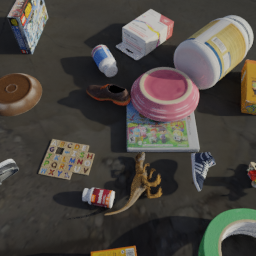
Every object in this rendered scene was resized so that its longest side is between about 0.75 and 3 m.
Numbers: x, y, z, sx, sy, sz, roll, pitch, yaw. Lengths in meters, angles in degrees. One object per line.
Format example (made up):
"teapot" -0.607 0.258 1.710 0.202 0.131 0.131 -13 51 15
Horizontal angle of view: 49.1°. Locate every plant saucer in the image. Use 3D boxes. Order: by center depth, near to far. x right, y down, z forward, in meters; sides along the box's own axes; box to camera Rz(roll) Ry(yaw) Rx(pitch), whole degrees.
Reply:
"plant saucer" 1.408 -1.434 10.675 2.628 0.666 2.628 -1 52 1
"plant saucer" -4.669 -1.491 11.352 2.250 0.412 2.250 0 57 0

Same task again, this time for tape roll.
"tape roll" 3.322 3.496 7.218 2.895 0.696 2.895 2 41 -2

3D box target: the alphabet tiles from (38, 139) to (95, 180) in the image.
"alphabet tiles" -2.088 1.123 9.800 1.688 0.064 1.411 9 56 7

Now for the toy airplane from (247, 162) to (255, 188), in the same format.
"toy airplane" 4.380 1.650 9.133 1.084 0.768 1.089 39 28 11

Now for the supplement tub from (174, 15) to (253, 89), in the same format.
"supplement tub" 3.512 -3.135 11.434 2.892 2.092 2.092 -39 64 -23

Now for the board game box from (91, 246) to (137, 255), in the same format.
"board game box" -0.305 3.867 7.289 1.164 1.165 1.165 -6 56 -4

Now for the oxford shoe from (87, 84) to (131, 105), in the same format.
"oxford shoe" -0.813 -1.485 10.963 1.953 0.708 0.695 14 55 23

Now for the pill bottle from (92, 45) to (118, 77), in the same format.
"pill bottle" -0.979 -2.856 12.029 0.776 0.776 1.383 -20 58 -13

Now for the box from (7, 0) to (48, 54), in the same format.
"box" -4.485 -5.078 12.822 0.565 1.940 2.834 5 56 3

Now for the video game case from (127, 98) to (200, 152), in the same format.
"video game case" 1.237 -0.176 10.510 2.569 0.283 2.339 0 57 0

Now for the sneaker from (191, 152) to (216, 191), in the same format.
"sneaker" 2.449 1.346 9.000 0.736 0.476 1.357 -14 49 22

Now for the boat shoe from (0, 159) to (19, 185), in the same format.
"boat shoe" -4.367 1.670 9.167 1.605 0.576 0.544 -33 61 -28

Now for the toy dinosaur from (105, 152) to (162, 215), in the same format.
"toy dinosaur" 0.362 1.935 8.997 1.327 0.755 2.499 1 45 23

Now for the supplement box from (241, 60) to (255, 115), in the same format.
"supplement box" 5.012 -1.661 11.247 0.775 0.801 2.329 11 55 8

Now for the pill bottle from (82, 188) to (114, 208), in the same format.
"pill bottle" -0.931 2.174 8.812 0.939 0.530 0.530 8 57 6

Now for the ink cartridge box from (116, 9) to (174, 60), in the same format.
"ink cartridge box" 0.756 -4.347 12.988 1.466 0.850 2.518 37 64 22
